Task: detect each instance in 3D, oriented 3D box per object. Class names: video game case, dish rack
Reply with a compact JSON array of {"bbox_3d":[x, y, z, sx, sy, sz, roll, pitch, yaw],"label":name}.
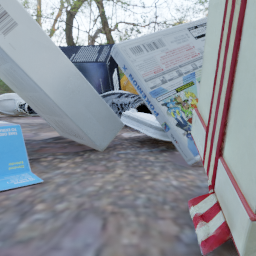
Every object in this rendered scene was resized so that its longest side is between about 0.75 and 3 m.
[{"bbox_3d":[1.253,-0.836,4.878,2.439,2.224,0.268,-27,-13,-32],"label":"video game case"},{"bbox_3d":[0.740,-0.076,6.085,1.500,0.381,1.748,6,10,-32],"label":"dish rack"}]

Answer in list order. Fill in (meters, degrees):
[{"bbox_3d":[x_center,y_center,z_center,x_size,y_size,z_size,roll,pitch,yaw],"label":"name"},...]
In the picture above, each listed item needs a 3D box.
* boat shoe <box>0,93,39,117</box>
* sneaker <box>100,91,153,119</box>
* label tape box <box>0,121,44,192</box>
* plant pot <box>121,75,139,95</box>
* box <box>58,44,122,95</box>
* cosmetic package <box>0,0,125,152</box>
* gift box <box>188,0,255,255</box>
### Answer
[{"bbox_3d":[-4.497,-0.924,12.363,2.908,1.047,0.996,8,4,-19],"label":"boat shoe"},{"bbox_3d":[0.033,-0.586,8.523,2.972,1.122,1.691,4,6,10],"label":"sneaker"},{"bbox_3d":[-2.230,0.292,3.647,1.506,0.661,2.089,-6,9,-40],"label":"label tape box"},{"bbox_3d":[0.826,-1.611,13.147,2.111,2.111,1.933,-3,20,-19],"label":"plant pot"},{"bbox_3d":[-1.605,-1.599,10.217,2.437,2.457,1.514,1,41,11],"label":"box"},{"bbox_3d":[-1.699,-0.913,5.387,0.769,2.974,2.243,-51,30,-19],"label":"cosmetic package"},{"bbox_3d":[1.470,-0.111,2.034,1.969,1.993,2.134,2,27,6],"label":"gift box"}]
